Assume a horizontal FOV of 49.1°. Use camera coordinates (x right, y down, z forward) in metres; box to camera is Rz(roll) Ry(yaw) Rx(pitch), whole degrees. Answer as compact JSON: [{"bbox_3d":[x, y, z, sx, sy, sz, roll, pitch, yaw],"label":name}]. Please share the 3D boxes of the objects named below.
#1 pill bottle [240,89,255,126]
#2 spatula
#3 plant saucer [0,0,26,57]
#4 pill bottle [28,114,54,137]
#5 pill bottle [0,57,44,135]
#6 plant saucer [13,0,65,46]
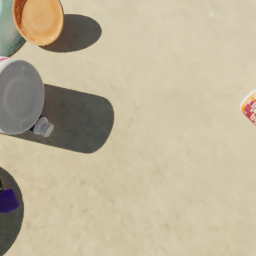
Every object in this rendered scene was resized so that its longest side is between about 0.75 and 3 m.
[{"bbox_3d":[3.484,-0.223,6.704,0.825,0.825,1.506,-27,53,-5],"label":"pill bottle"},{"bbox_3d":[-3.315,1.326,7.150,0.489,0.178,1.732,-23,77,-20],"label":"spatula"},{"bbox_3d":[-4.226,-3.257,7.870,2.933,0.565,2.933,0,78,-2],"label":"plant saucer"},{"bbox_3d":[-2.429,-0.147,7.297,0.916,0.509,0.509,29,80,5],"label":"pill bottle"},{"bbox_3d":[-3.618,-0.882,6.548,2.930,1.661,1.661,10,78,21],"label":"pill bottle"},{"bbox_3d":[-2.365,-3.021,7.525,1.547,0.290,1.547,7,114,17],"label":"plant saucer"}]
